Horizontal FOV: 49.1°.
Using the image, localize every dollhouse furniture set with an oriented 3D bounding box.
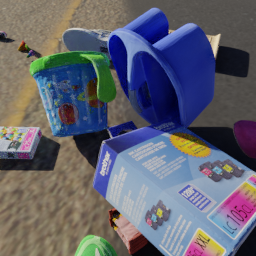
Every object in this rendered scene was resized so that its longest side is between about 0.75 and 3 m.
[{"bbox_3d":[0.352,1.576,5.116,1.299,0.528,0.699,-26,47,-26],"label":"dollhouse furniture set"}]

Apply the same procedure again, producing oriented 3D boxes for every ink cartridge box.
[{"bbox_3d":[0.790,0.918,4.986,2.935,1.120,2.002,34,34,31],"label":"ink cartridge box"},{"bbox_3d":[-2.912,0.338,6.718,1.459,0.306,0.871,0,41,2],"label":"ink cartridge box"}]

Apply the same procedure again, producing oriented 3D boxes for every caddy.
[{"bbox_3d":[0.641,-1.022,6.163,1.571,2.994,2.116,-41,56,-13],"label":"caddy"}]

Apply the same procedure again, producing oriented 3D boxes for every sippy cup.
[{"bbox_3d":[-1.232,-0.709,6.585,1.852,1.729,2.359,-9,2,-4],"label":"sippy cup"}]

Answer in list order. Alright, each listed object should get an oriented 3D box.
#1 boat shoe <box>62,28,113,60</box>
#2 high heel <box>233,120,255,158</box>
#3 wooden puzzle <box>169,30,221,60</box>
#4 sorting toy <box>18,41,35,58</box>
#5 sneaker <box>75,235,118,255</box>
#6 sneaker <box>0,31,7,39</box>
[{"bbox_3d":[-0.908,-3.071,10.063,2.820,1.015,0.927,9,37,10],"label":"boat shoe"},{"bbox_3d":[3.084,0.331,5.411,2.264,1.086,0.763,29,65,-25],"label":"high heel"},{"bbox_3d":[2.170,-3.014,10.462,2.335,0.435,2.160,9,42,17],"label":"wooden puzzle"},{"bbox_3d":[-3.794,-2.846,10.349,0.396,0.398,1.148,-39,49,-7],"label":"sorting toy"},{"bbox_3d":[-0.526,2.519,3.686,0.893,1.007,2.410,1,41,3],"label":"sneaker"},{"bbox_3d":[-5.383,-3.803,11.374,0.829,0.333,0.358,9,43,12],"label":"sneaker"}]
